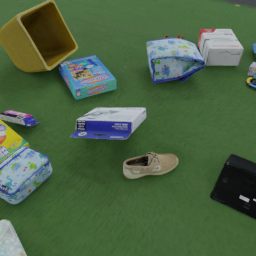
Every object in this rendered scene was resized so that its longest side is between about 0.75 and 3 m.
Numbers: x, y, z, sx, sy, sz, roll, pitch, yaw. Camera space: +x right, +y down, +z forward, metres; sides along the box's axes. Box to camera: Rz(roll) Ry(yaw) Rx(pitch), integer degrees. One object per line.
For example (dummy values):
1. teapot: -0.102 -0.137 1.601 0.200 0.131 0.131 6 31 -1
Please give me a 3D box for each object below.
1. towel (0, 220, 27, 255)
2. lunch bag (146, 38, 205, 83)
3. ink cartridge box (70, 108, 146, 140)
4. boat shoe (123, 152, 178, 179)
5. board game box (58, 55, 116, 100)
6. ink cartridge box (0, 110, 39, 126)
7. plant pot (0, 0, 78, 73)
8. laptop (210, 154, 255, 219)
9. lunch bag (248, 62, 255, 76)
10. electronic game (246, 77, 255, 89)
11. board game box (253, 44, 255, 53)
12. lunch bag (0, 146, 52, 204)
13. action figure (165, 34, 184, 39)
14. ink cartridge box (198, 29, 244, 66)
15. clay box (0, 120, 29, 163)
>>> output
1. towel: -3.318 3.402 5.496 2.820 0.679 2.414 -26 49 -27
2. lunch bag: 2.020 -3.016 12.175 2.252 1.435 1.914 -10 41 3
3. ink cartridge box: -0.571 -0.199 8.532 1.857 0.378 1.861 2 22 20
4. boat shoe: 0.693 1.022 8.260 1.727 0.561 0.623 -10 43 -11
5. board game box: -1.766 -2.230 11.950 1.786 0.528 2.349 -17 44 -19
6. ink cartridge box: -3.807 -0.345 9.807 1.243 0.231 0.589 15 20 10
7. plant pot: -4.215 -3.860 12.440 2.423 2.368 2.353 -6 34 34
8. laptop: 3.399 1.617 7.951 1.559 0.909 1.760 23 72 24
9. lunch bag: 5.777 -2.534 12.334 0.776 0.493 0.658 17 41 28
10. electronic game: 5.475 -1.914 11.855 0.919 0.191 0.919 0 41 0
11. board game box: 6.960 -3.696 13.760 1.561 0.385 1.976 7 36 14
12. lunch bag: -3.072 1.280 7.912 1.257 0.645 1.563 23 47 26
13. action figure: 2.162 -4.662 14.835 1.630 0.421 0.533 -24 49 -21
14. ink cartridge box: 4.414 -3.937 13.580 1.583 0.919 2.194 0 42 0
15. clay box: -4.083 0.510 8.699 2.189 0.521 1.258 33 51 21
